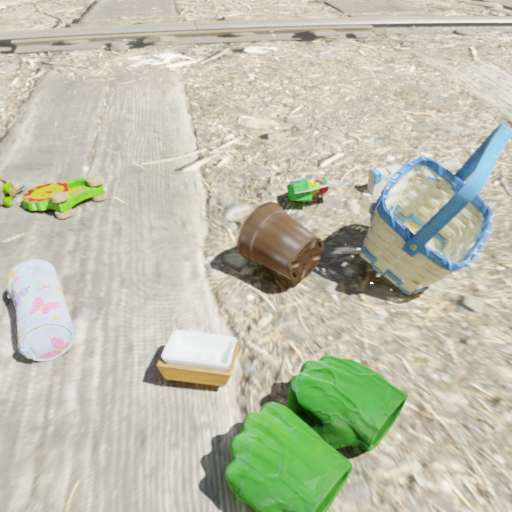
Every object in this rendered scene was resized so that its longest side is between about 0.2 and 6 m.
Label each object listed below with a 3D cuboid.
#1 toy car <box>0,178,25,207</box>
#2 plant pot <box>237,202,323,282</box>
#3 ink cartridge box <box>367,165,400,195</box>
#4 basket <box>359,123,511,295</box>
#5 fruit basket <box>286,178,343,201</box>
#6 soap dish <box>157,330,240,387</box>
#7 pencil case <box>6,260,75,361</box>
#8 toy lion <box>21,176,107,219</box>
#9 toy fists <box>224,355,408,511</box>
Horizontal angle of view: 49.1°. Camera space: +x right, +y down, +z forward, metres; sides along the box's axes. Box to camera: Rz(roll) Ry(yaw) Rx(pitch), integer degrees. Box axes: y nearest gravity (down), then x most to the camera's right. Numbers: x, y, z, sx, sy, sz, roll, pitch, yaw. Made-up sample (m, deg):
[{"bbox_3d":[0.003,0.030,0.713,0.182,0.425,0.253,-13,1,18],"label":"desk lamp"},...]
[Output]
[{"bbox_3d":[-5.480,-1.479,12.313,0.639,0.613,0.778,16,27,11],"label":"toy car"},{"bbox_3d":[0.465,-0.193,9.641,1.128,1.139,1.139,33,47,32],"label":"plant pot"},{"bbox_3d":[2.902,-1.706,12.620,0.717,0.523,0.302,-12,37,-16],"label":"ink cartridge box"},{"bbox_3d":[3.024,-0.778,9.244,1.880,2.703,2.383,43,46,4],"label":"basket"},{"bbox_3d":[1.230,-1.515,12.089,1.086,0.509,1.006,-21,12,-8],"label":"fruit basket"},{"bbox_3d":[-0.805,1.461,7.977,1.039,0.422,0.817,7,25,4],"label":"soap dish"},{"bbox_3d":[-3.431,0.814,8.826,0.840,0.770,1.853,-17,39,-21],"label":"pencil case"},{"bbox_3d":[-4.261,-1.357,12.248,1.447,0.518,1.509,18,38,36],"label":"toy lion"},{"bbox_3d":[0.711,2.150,6.875,1.312,0.885,2.574,32,44,27],"label":"toy fists"}]
